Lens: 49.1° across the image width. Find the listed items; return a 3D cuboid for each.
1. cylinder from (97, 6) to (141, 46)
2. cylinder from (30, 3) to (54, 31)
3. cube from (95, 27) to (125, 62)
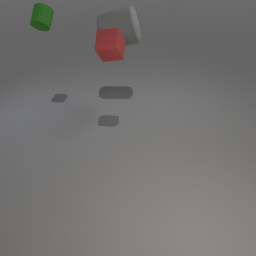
[{"bbox_3d":[-0.336,-3.915,11.046,1.400,1.400,1.400,-9,30,15],"label":"cylinder"},{"bbox_3d":[-3.045,-3.909,9.906,0.700,0.700,0.700,9,-9,1],"label":"cylinder"},{"bbox_3d":[-0.527,-2.492,8.423,0.700,0.700,0.700,-2,73,16],"label":"cube"}]
